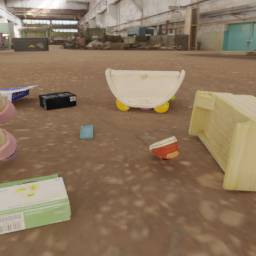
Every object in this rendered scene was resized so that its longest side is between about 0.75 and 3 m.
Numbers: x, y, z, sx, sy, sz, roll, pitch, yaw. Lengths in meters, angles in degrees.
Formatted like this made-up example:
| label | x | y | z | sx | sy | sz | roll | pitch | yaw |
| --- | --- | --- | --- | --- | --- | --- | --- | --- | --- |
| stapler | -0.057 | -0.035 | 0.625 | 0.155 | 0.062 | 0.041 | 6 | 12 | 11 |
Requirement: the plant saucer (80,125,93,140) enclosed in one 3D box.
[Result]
| label | x | y | z | sx | sy | sz | roll | pitch | yaw |
| --- | --- | --- | --- | --- | --- | --- | --- | --- | --- |
| plant saucer | -1.122 | 0.117 | 7.630 | 0.334 | 0.091 | 0.956 | -2 | 18 | -6 |

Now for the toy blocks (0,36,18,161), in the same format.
| label | x | y | z | sx | sy | sz | roll | pitch | yaw |
| --- | --- | --- | --- | --- | --- | --- | --- | --- | --- |
| toy blocks | -3.704 | -0.385 | 5.864 | 2.598 | 2.780 | 2.340 | -12 | -21 | -11 |

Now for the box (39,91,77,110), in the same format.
| label | x | y | z | sx | sy | sz | roll | pitch | yaw |
| --- | --- | --- | --- | --- | --- | --- | --- | --- | --- |
| box | -2.610 | -1.029 | 10.417 | 1.166 | 0.460 | 0.823 | -12 | 24 | -30 |

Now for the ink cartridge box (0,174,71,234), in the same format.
| label | x | y | z | sx | sy | sz | roll | pitch | yaw |
| --- | --- | --- | --- | --- | --- | --- | --- | --- | --- |
| ink cartridge box | -1.592 | 1.039 | 4.534 | 1.088 | 0.359 | 1.496 | -7 | 22 | -19 |

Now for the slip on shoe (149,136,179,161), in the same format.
| label | x | y | z | sx | sy | sz | roll | pitch | yaw |
| --- | --- | --- | --- | --- | --- | --- | --- | --- | --- |
| slip on shoe | 0.753 | 0.466 | 5.720 | 0.516 | 0.426 | 1.394 | -19 | -6 | -5 |

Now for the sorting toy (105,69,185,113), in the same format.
| label | x | y | z | sx | sy | sz | roll | pitch | yaw |
| --- | --- | --- | --- | --- | --- | --- | --- | --- | --- |
| sorting toy | 0.832 | -1.475 | 10.613 | 2.721 | 1.453 | 2.449 | 5 | 12 | 16 |

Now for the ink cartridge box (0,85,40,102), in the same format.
| label | x | y | z | sx | sy | sz | roll | pitch | yaw |
| --- | --- | --- | --- | --- | --- | --- | --- | --- | --- |
| ink cartridge box | -4.608 | -1.256 | 10.763 | 2.023 | 0.475 | 1.999 | -4 | 14 | 0 |

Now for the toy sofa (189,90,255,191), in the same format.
| label | x | y | z | sx | sy | sz | roll | pitch | yaw |
| --- | --- | --- | --- | --- | --- | --- | --- | --- | --- |
| toy sofa | 2.350 | 0.111 | 5.892 | 1.437 | 1.219 | 2.944 | 5 | 19 | -3 |
